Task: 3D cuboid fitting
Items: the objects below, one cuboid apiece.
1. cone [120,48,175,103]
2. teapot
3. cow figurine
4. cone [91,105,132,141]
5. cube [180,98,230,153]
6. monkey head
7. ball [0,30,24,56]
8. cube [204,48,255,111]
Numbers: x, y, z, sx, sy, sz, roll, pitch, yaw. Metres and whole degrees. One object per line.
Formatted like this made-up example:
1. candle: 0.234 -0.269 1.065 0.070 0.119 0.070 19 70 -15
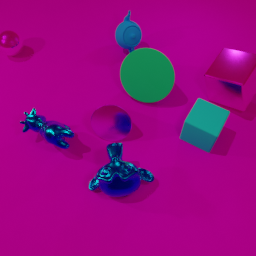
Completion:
1. cone: 0.771 -1.835 8.717 1.614 1.614 1.620 17 31 10
2. teapot: 0.060 -3.141 9.349 0.928 1.492 0.730 -16 27 -16
3. cow figurine: -2.166 0.021 7.414 1.306 1.327 0.728 25 89 -23
4. cone: -0.390 -0.405 8.055 1.135 1.135 1.139 6 31 4
5. cube: 2.065 -0.068 7.616 0.912 0.912 0.912 27 62 16
6. monkey head: -0.231 1.049 6.857 1.681 1.013 1.209 -9 58 4
7. ball: -3.953 -2.852 9.423 0.839 0.839 0.839 0 58 0
8. cube: 3.040 -1.398 8.046 1.159 1.159 1.159 25 70 36
